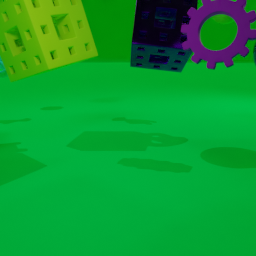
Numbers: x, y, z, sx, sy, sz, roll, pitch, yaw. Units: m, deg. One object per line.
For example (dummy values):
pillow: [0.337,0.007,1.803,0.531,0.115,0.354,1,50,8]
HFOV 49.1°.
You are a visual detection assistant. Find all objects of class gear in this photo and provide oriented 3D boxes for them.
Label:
gear: [1.688,-1.796,5.256,1.339,1.339,0.248,6,9,22]

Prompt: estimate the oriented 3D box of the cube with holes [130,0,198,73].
cube with holes: [0.818,-2.316,6.842,1.368,1.368,1.368,7,-9,0]

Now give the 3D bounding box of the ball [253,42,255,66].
ball: [3.231,-1.570,5.715,1.251,1.251,1.251,0,14,0]

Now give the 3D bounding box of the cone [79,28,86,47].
cone: [-1.792,-3.768,11.068,0.866,0.869,0.866,8,3,0]

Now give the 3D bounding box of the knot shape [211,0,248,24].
knot shape: [2.583,-3.579,6.789,1.621,1.732,0.800,-24,3,26]

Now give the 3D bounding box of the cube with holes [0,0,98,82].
cube with holes: [-1.515,-1.640,5.022,1.193,1.193,1.193,-5,19,39]

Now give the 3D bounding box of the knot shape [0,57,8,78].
knot shape: [-3.397,-1.696,7.377,1.154,0.533,1.080,5,24,0]
